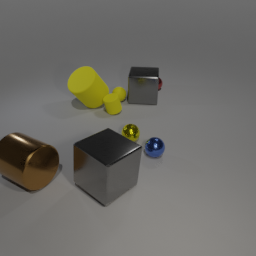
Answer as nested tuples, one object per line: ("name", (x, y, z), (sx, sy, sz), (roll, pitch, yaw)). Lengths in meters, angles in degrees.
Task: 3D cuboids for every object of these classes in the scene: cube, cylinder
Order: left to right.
("cylinder", (-3.062, 0.980, 8.461), (1.400, 1.400, 1.400), (18, 35, 28))
("cylinder", (-1.773, -1.822, 12.673), (1.400, 1.400, 1.400), (-11, 61, 21))
("cube", (-0.610, 1.058, 8.128), (1.400, 1.400, 1.400), (27, 36, 33))
("cylinder", (-0.684, -1.071, 12.424), (0.700, 0.700, 0.700), (-11, 38, 9))
("cube", (0.759, -2.059, 13.536), (1.400, 1.400, 1.400), (3, 31, 5))

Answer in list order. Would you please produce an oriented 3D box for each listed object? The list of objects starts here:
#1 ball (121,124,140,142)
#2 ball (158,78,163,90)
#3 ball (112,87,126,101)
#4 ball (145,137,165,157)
("ball", (0.101, 0.187, 10.499), (0.700, 0.700, 0.700), (0, 31, 0))
("ball", (1.465, -2.342, 14.704), (0.700, 0.700, 0.700), (0, 31, 0))
("ball", (-0.429, -1.633, 13.490), (0.700, 0.700, 0.700), (0, 31, 0))
("ball", (0.926, 0.662, 9.661), (0.700, 0.700, 0.700), (0, 31, 0))
